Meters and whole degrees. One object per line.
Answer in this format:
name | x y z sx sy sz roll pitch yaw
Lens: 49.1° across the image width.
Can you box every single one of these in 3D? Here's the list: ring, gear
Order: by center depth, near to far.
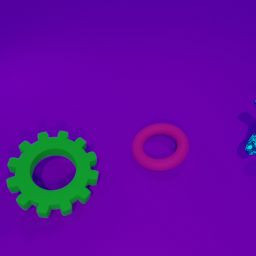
gear | -1.709 1.014 6.491 1.987 0.367 1.987 4 57 -7
ring | 0.834 0.465 7.299 1.484 0.297 1.484 -6 48 7

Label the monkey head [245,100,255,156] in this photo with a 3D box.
monkey head | 3.652 -0.055 7.104 1.911 1.151 1.375 -20 55 -28
